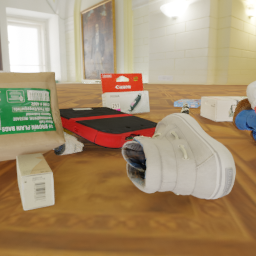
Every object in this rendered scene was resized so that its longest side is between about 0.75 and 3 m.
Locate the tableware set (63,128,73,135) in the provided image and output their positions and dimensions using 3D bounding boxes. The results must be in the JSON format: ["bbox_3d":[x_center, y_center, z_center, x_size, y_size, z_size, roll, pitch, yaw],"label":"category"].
[{"bbox_3d":[-2.456,-0.679,6.200,2.966,0.455,1.998,37,-7,-25],"label":"tableware set"}]

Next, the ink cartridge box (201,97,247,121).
[{"bbox_3d":[3.561,-0.691,9.691,1.745,0.733,1.270,-2,11,-8],"label":"ink cartridge box"}]

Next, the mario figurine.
[{"bbox_3d":[3.164,-0.138,5.054,1.708,1.467,2.767,-3,9,-7],"label":"mario figurine"}]

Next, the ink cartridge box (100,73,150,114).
[{"bbox_3d":[-0.092,-1.313,10.601,1.812,1.572,0.394,-6,3,-24],"label":"ink cartridge box"}]

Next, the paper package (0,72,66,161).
[{"bbox_3d":[-2.218,-0.025,4.108,2.079,1.076,1.982,-6,-6,-30],"label":"paper package"}]

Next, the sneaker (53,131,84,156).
[{"bbox_3d":[-1.319,0.295,5.734,0.534,0.457,1.226,8,12,-32],"label":"sneaker"}]

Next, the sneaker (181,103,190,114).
[{"bbox_3d":[2.247,-0.756,10.984,0.329,0.394,0.889,3,13,10],"label":"sneaker"}]

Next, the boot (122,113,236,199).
[{"bbox_3d":[0.492,0.265,4.286,1.184,0.911,2.478,4,11,-10],"label":"boot"}]

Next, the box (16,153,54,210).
[{"bbox_3d":[-1.223,0.651,3.632,0.359,0.439,0.924,-5,13,-24],"label":"box"}]

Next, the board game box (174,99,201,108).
[{"bbox_3d":[2.947,-1.212,13.607,1.088,0.263,1.439,5,12,24],"label":"board game box"}]

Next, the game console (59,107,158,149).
[{"bbox_3d":[-0.492,-0.095,6.525,2.021,0.355,2.285,19,15,32],"label":"game console"}]
